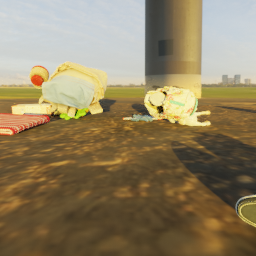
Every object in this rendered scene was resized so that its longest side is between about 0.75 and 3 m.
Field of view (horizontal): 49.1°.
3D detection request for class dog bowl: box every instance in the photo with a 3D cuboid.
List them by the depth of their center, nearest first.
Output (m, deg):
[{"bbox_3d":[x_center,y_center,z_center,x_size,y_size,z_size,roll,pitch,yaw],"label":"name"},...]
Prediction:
[{"bbox_3d":[-2.373,-1.620,12.604,2.317,2.317,0.679,-6,-22,-37],"label":"dog bowl"}]

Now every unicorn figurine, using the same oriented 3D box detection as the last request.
[{"bbox_3d":[1.853,-0.379,8.743,1.409,0.758,2.052,-4,-5,-27],"label":"unicorn figurine"}]

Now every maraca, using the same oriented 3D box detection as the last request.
[{"bbox_3d":[-2.094,-0.820,11.240,1.196,0.933,1.745,-9,31,8],"label":"maraca"}]

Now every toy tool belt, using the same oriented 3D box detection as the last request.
[{"bbox_3d":[-2.283,-1.355,10.117,2.995,1.870,1.841,7,49,0],"label":"toy tool belt"}]

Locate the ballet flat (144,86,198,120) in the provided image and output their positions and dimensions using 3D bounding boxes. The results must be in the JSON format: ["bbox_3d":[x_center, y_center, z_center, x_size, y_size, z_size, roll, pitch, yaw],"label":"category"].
[{"bbox_3d":[1.008,-0.793,8.143,0.927,1.097,2.900,13,-1,-14],"label":"ballet flat"}]

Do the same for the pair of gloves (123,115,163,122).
[{"bbox_3d":[0.550,-0.385,10.557,1.199,0.170,1.492,4,7,33],"label":"pair of gloves"}]

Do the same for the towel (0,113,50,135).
[{"bbox_3d":[-3.600,-0.125,8.097,1.919,0.298,2.654,3,9,3],"label":"towel"}]

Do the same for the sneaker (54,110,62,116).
[{"bbox_3d":[-2.996,-0.856,12.547,0.507,0.584,1.318,0,8,-1],"label":"sneaker"}]

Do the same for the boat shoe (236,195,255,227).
[{"bbox_3d":[1.164,0.665,2.007,0.757,0.286,0.228,3,2,28],"label":"boat shoe"}]

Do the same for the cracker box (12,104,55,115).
[{"bbox_3d":[-4.245,-0.830,12.703,1.658,0.478,1.111,-2,9,-5],"label":"cracker box"}]
